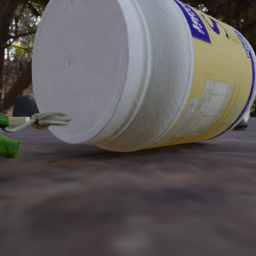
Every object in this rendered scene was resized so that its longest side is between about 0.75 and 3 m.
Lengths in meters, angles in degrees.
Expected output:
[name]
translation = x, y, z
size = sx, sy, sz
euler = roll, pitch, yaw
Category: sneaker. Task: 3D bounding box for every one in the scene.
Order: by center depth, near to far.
[sneaker]
translation = -4.215, -0.934, 13.464
size = 2.485, 1.320, 0.929
euler = -2, 3, -29

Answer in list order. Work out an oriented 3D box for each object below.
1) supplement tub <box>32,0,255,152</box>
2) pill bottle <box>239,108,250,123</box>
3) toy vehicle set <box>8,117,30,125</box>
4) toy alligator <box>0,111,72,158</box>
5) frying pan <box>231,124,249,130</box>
[supplement tub]
translation = 0.277, -0.570, 3.069
size = 1.584, 1.584, 2.178
euler = 3, 4, 43
[pill bottle]
translation = 4.267, -0.822, 12.571
size = 2.041, 1.181, 1.181
euler = 2, 4, 38
[toy vehicle set]
translation = -4.643, -0.297, 11.122
size = 1.273, 0.272, 2.049
euler = -1, 3, -15
[toy alligator]
translation = -1.029, 0.101, 1.458
size = 1.688, 0.406, 0.560
euler = -1, -1, -41
[frying pan]
translation = 2.404, -0.043, 6.843
size = 1.150, 0.187, 0.695
euler = -3, 3, -19
